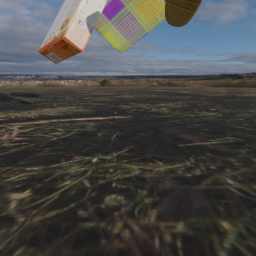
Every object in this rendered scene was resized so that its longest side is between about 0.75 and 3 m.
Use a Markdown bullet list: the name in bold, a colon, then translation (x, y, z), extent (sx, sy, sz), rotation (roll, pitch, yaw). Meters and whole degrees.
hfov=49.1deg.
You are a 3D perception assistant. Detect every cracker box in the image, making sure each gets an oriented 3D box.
- **cracker box**: translation (-1.575, -3.295, 8.466), extent (0.726, 2.518, 1.687), rotation (33, -22, -35)

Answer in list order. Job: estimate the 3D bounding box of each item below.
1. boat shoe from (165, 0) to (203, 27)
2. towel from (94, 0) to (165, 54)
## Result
- **boat shoe**: translation (1.097, -2.719, 4.929), extent (0.658, 1.804, 0.568), rotation (14, 40, 7)
- **towel**: translation (0.112, -3.888, 9.724), extent (2.433, 1.747, 0.277), rotation (-37, 34, 21)
